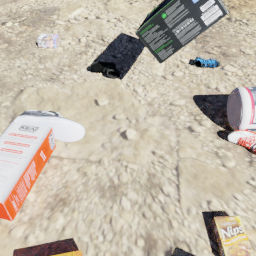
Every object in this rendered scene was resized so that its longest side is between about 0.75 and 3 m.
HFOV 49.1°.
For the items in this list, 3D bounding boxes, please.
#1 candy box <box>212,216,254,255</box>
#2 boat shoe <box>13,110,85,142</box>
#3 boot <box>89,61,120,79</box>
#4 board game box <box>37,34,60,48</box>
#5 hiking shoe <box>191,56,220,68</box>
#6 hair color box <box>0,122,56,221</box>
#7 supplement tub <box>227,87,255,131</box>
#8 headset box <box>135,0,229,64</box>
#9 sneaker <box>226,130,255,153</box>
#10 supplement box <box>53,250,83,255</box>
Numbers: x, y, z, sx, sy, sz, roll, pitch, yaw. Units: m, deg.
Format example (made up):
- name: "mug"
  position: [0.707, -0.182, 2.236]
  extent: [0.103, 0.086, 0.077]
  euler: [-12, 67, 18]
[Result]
- name: "candy box"
  position: [2.271, 2.439, 6.080]
  extent: [0.595, 0.285, 1.031]
  euler: [-2, 41, -1]
- name: "boat shoe"
  position: [-2.379, -0.167, 8.791]
  extent: [2.354, 0.844, 0.798]
  euler: [5, 42, 17]
- name: "boot"
  position: [-0.966, -2.379, 11.598]
  extent: [1.197, 0.450, 0.895]
  euler: [-8, 41, -10]
- name: "board game box"
  position: [-3.917, -4.314, 13.868]
  extent: [0.921, 0.446, 0.734]
  euler: [3, 41, 3]
- name: "hiking shoe"
  position: [3.378, -2.766, 12.138]
  extent: [1.187, 0.441, 0.515]
  euler: [19, 51, 35]
- name: "hair color box"
  position: [-3.040, 1.002, 7.366]
  extent: [1.330, 0.802, 2.620]
  euler: [8, 42, 10]
- name: "supplement tub"
  position: [4.287, -0.608, 8.793]
  extent: [1.986, 1.394, 1.394]
  euler: [-2, 41, -2]
- name: "headset box"
  position: [1.730, -3.672, 9.019]
  extent: [2.414, 1.286, 2.773]
  euler: [-32, 20, 30]
- name: "sneaker"
  position: [3.636, 0.446, 8.305]
  extent: [1.294, 0.432, 0.694]
  euler: [5, 38, 2]
- name: "supplement box"
  position: [-1.533, 2.828, 5.513]
  extent: [1.331, 0.458, 0.443]
  euler: [-10, 39, -8]
